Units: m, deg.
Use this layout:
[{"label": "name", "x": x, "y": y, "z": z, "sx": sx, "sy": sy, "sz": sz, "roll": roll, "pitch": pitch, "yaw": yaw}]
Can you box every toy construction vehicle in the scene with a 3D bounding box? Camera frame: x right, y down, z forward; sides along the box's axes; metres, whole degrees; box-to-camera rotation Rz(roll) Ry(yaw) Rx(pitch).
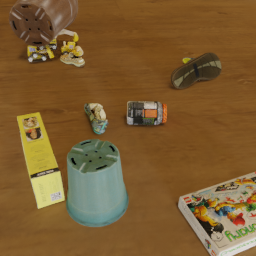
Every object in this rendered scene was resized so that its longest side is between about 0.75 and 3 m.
[{"label": "toy construction vehicle", "x": -3.719, "y": -4.236, "z": 14.073, "sx": 2.685, "sy": 0.946, "sz": 2.338, "roll": -8, "pitch": 35, "yaw": -14}]

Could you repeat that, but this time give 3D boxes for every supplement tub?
[{"label": "supplement tub", "x": 0.600, "y": -0.490, "z": 9.069, "sx": 1.254, "sy": 0.768, "sz": 0.768, "roll": 2, "pitch": 36, "yaw": 0}]

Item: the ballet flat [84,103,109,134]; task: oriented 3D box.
[{"label": "ballet flat", "x": -0.998, "y": -0.471, "z": 9.174, "sx": 0.610, "sy": 0.610, "sz": 1.644, "roll": -13, "pitch": 42, "yaw": -17}]

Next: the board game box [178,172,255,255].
[{"label": "board game box", "x": 2.469, "y": 1.819, "z": 6.153, "sx": 2.295, "sy": 0.397, "sz": 1.449, "roll": -13, "pitch": 38, "yaw": -18}]

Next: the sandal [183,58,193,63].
[{"label": "sandal", "x": 2.969, "y": -3.186, "z": 13.255, "sx": 0.798, "sy": 0.317, "sz": 0.347, "roll": 5, "pitch": 31, "yaw": -7}]

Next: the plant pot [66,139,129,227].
[{"label": "plant pot", "x": -0.727, "y": 1.128, "z": 6.237, "sx": 1.481, "sy": 1.451, "sz": 1.481, "roll": -1, "pitch": 35, "yaw": 0}]

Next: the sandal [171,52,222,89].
[{"label": "sandal", "x": 2.791, "y": -2.370, "z": 11.690, "sx": 2.801, "sy": 1.145, "sz": 0.765, "roll": -27, "pitch": 22, "yaw": -23}]

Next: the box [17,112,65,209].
[{"label": "box", "x": -2.310, "y": 0.696, "z": 7.240, "sx": 0.675, "sy": 1.014, "sz": 2.694, "roll": -14, "pitch": 37, "yaw": -20}]

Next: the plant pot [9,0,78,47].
[{"label": "plant pot", "x": -3.995, "y": -5.332, "z": 13.051, "sx": 2.732, "sy": 2.732, "sz": 2.705, "roll": 4, "pitch": 46, "yaw": 6}]

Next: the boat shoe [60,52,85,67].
[{"label": "boat shoe", "x": -2.633, "y": -3.299, "z": 13.094, "sx": 1.439, "sy": 0.548, "sz": 0.516, "roll": 18, "pitch": 55, "yaw": 26}]
